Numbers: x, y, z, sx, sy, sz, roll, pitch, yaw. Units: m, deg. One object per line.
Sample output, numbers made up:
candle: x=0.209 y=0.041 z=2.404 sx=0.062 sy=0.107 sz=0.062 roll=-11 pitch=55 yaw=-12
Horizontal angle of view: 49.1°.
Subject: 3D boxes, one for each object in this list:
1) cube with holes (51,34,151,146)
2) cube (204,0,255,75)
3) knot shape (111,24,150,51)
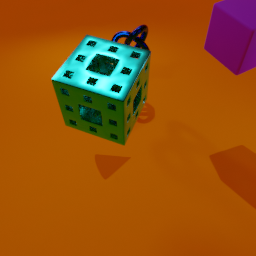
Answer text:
cube with holes: x=-0.301 y=-0.505 z=3.772 sx=0.920 sy=0.920 sz=0.920 roll=18 pitch=57 yaw=12
cube: x=2.796 y=-2.274 z=6.681 sx=1.258 sy=1.258 sz=1.258 roll=-24 pitch=56 yaw=-16
knot shape: x=0.074 y=-2.745 z=9.194 sx=1.276 sy=1.364 sz=0.630 roll=-8 pitch=54 yaw=-2
